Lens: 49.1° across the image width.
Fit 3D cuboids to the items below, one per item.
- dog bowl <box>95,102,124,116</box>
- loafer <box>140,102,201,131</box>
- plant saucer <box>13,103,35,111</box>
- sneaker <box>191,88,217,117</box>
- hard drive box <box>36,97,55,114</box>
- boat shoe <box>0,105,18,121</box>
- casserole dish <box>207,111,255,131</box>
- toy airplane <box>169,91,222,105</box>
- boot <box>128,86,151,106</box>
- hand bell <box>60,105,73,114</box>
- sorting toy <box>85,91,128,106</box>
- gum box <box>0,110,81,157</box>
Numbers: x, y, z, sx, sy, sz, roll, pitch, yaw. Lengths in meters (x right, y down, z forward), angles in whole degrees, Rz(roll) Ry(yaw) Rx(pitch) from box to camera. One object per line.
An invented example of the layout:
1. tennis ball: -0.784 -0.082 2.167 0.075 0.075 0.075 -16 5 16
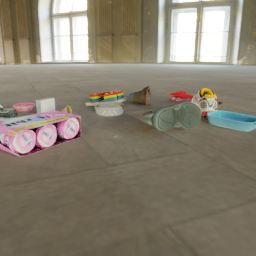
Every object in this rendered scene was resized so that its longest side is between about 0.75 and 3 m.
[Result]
1. dog bowl: -0.827 -0.855 12.549 1.367 0.401 1.367 1 17 0
2. loafer: 1.578 -0.463 9.893 0.872 0.996 2.771 13 13 42
3. plant saucer: -4.900 -0.989 13.269 0.992 0.252 0.992 1 17 0
4. sneaker: 3.558 -1.301 12.734 1.033 1.090 2.653 2 17 0
5. hard drive box: -3.712 -1.005 12.647 0.312 0.633 0.813 10 18 31
6. boat shoe: -5.198 -0.635 11.279 1.952 0.692 0.704 6 17 19
7. casserole dish: 3.983 -0.275 10.603 1.250 0.400 2.063 -15 23 -42
8. toy airplane: 3.445 -1.523 14.533 2.996 0.551 2.996 -1 18 0
9. boot: 0.595 -1.780 14.873 1.130 0.871 2.331 3 18 0
10. hand bell: -2.945 -0.672 12.145 0.950 0.495 0.495 -9 14 16
11. sorting toy: -1.104 -1.538 14.254 1.584 0.551 1.575 2 15 31
12. gum box: -2.779 0.100 8.631 1.340 0.781 2.362 13 21 37
